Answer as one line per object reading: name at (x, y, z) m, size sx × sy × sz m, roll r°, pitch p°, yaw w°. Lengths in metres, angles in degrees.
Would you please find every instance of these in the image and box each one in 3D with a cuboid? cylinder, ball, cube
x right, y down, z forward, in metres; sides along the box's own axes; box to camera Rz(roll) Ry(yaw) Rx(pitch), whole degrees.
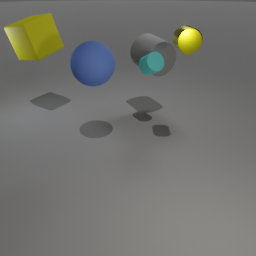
cylinder at (1.022, -3.006, 11.472) m, size 1.400 × 1.400 × 1.400 m, roll -14°, pitch 36°, yaw -24°
ball at (-1.105, -2.011, 8.810) m, size 1.400 × 1.400 × 1.400 m, roll 0°, pitch 28°, yaw 0°
cube at (-3.740, -3.628, 11.238) m, size 1.400 × 1.400 × 1.400 m, roll 11°, pitch 41°, yaw 37°
cylinder at (0.849, -2.340, 10.190) m, size 0.700 × 0.700 × 0.700 m, roll -13°, pitch 5°, yaw -23°
cylinder at (1.665, -2.496, 7.890) m, size 0.700 × 0.700 × 0.700 m, roll -1°, pitch 26°, yaw -2°
